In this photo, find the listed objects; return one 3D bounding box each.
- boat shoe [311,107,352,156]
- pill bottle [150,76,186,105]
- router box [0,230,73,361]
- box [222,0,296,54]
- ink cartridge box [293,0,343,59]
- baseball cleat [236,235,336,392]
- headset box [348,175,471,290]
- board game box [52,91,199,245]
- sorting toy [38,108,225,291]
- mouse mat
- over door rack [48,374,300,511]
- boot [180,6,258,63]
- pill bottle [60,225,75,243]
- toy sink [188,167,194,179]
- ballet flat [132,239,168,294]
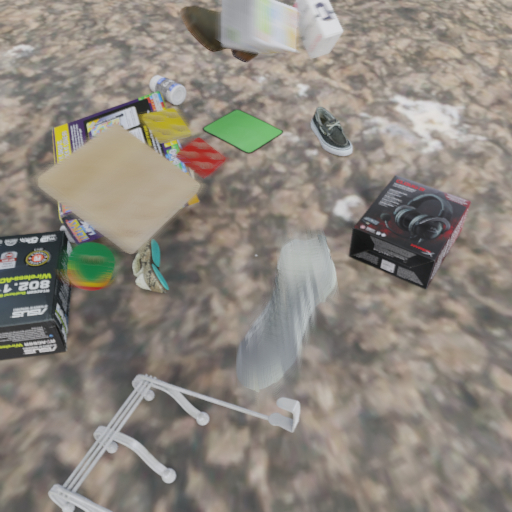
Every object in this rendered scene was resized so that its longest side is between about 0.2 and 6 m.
[{"bbox_3d":[1.833,-3.128,13.954,0.624,0.614,1.731,-18,48,-18],"label":"boat shoe"},{"bbox_3d":[-2.455,-4.600,15.481,0.985,0.561,0.561,34,54,29],"label":"pill bottle"},{"bbox_3d":[-4.831,0.739,9.816,3.002,0.933,2.250,-7,45,-7],"label":"router box"},{"bbox_3d":[0.084,-4.329,10.565,0.758,0.841,1.495,8,15,31],"label":"box"},{"bbox_3d":[1.184,-4.632,11.122,0.458,0.786,1.085,-21,84,-18],"label":"ink cartridge box"},{"bbox_3d":[0.276,0.494,6.037,0.656,1.002,1.882,11,46,27],"label":"baseball cleat"},{"bbox_3d":[3.127,-0.601,11.226,1.668,0.865,2.241,26,52,24],"label":"headset box"},{"bbox_3d":[-2.779,-1.907,11.593,2.552,0.875,3.088,-21,48,-1],"label":"board game box"},{"bbox_3d":[-1.745,-0.892,7.507,1.494,0.524,3.098,36,52,3],"label":"sorting toy"},{"bbox_3d":[-0.343,-3.239,14.473,1.731,0.065,1.392,33,54,28],"label":"mouse mat"},{"bbox_3d":[-1.026,2.823,7.508,2.940,0.979,2.172,2,40,32],"label":"over door rack"},{"bbox_3d":[-0.395,-4.954,11.807,1.292,0.996,2.665,-21,-4,31],"label":"boot"},{"bbox_3d":[-3.652,-0.655,11.594,0.420,0.420,0.769,20,48,19],"label":"pill bottle"},{"bbox_3d":[-2.033,-1.796,12.523,1.137,0.741,0.637,-20,47,-18],"label":"toy sink"},{"bbox_3d":[-2.054,0.282,10.671,0.585,0.527,1.553,-29,42,4],"label":"ballet flat"}]
